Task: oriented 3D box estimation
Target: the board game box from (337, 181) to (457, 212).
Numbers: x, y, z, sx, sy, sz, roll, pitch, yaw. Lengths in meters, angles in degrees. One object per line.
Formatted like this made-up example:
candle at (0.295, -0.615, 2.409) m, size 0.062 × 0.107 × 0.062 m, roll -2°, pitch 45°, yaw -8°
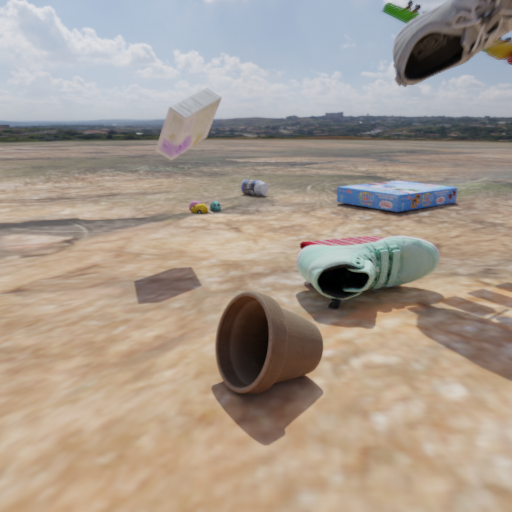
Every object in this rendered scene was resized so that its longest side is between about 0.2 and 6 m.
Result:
board game box at (3.671, -1.590, 14.559) m, size 2.554 × 0.467 × 1.932 m, roll -12°, pitch 19°, yaw -38°

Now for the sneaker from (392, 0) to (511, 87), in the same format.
sneaker at (3.023, -3.124, 7.421) m, size 2.827 × 1.057 × 1.159 m, roll -32°, pitch 27°, yaw 47°

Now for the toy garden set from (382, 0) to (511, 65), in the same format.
toy garden set at (3.240, -3.658, 9.004) m, size 1.905 × 0.380 × 1.588 m, roll 6°, pitch 33°, yaw -26°

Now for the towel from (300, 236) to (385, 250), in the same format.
towel at (1.712, -0.137, 9.531) m, size 1.654 × 0.186 × 1.196 m, roll -5°, pitch 13°, yaw -27°

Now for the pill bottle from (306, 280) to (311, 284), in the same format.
pill bottle at (1.003, 0.203, 7.895) m, size 0.605 × 0.336 × 0.336 m, roll -4°, pitch 15°, yaw -20°

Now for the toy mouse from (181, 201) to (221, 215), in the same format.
toy mouse at (-1.237, -1.220, 13.645) m, size 1.124 × 0.217 × 0.999 m, roll 8°, pitch 16°, yaw 27°

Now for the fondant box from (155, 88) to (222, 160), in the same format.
fondant box at (-1.094, -2.163, 9.148) m, size 0.341 × 0.845 × 1.171 m, roll 35°, pitch 40°, yaw 7°

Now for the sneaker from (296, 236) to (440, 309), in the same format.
sneaker at (1.545, 0.230, 7.112) m, size 1.928 × 0.710 × 1.137 m, roll -4°, pitch 16°, yaw -5°

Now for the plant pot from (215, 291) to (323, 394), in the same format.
plant pot at (0.162, 0.778, 4.950) m, size 0.749 × 0.859 × 0.859 m, roll 11°, pitch 6°, yaw -36°

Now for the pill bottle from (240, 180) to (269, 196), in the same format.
pill bottle at (-0.039, -1.950, 16.063) m, size 0.753 × 0.428 × 0.428 m, roll 11°, pitch 18°, yaw 37°
